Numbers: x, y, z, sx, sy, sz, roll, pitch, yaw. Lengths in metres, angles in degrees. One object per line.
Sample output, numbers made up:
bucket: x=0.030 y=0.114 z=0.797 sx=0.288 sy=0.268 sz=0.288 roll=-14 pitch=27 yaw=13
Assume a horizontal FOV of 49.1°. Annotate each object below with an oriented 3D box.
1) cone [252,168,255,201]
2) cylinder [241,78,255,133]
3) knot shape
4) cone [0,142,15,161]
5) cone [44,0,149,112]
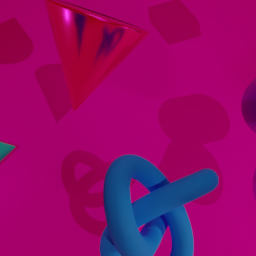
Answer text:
cone: x=2.425 y=0.960 z=3.292 sx=1.633 sy=1.639 sz=1.633 roll=3 pitch=98 yaw=19
cylinder: x=2.760 y=-0.410 z=4.748 sx=1.340 sy=1.340 sz=1.340 roll=0 pitch=92 yaw=10
knot shape: x=0.493 y=1.172 z=3.938 sx=1.910 sy=2.041 sz=0.943 roll=-29 pitch=33 yaw=-28
cone: x=-1.959 y=0.369 z=3.298 sx=1.394 sy=1.394 sz=1.399 roll=49 pitch=32 yaw=18
cone: x=-0.688 y=-1.002 z=4.540 sx=1.620 sy=1.620 sz=1.626 roll=23 pitch=112 yaw=9
